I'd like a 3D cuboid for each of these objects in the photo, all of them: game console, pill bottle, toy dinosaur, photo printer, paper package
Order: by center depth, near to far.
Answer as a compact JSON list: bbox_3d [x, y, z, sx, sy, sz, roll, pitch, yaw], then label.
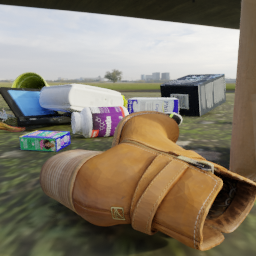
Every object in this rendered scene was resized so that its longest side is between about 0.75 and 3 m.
[{"bbox_3d":[2.745,-0.674,4.893,1.426,2.756,2.627,5,9,28],"label":"paper package"},{"bbox_3d":[-0.763,-0.168,7.751,1.501,0.844,0.844,-4,10,-21],"label":"pill bottle"},{"bbox_3d":[-4.423,-0.022,8.417,1.665,0.963,1.835,-14,-43,32],"label":"toy dinosaur"},{"bbox_3d":[-2.819,-0.817,9.739,2.064,1.366,2.346,-3,5,20],"label":"game console"},{"bbox_3d":[-1.797,-0.984,10.033,2.173,0.907,2.612,5,1,-42],"label":"photo printer"}]

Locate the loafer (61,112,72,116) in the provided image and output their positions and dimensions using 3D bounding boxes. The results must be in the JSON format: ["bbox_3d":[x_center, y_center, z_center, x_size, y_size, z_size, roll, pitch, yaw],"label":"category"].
[{"bbox_3d":[-2.570,-0.449,11.384,0.918,0.334,0.332,-11,18,-5],"label":"loafer"}]

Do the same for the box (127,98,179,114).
[{"bbox_3d":[0.938,-0.651,10.487,1.796,0.942,1.652,0,8,6],"label":"box"}]

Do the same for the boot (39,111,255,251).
[{"bbox_3d":[0.527,0.400,3.459,2.057,1.016,2.650,6,12,39],"label":"boot"}]

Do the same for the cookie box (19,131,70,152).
[{"bbox_3d":[-1.897,0.288,6.466,0.889,0.334,0.760,1,11,12],"label":"cookie box"}]

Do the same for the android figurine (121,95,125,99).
[{"bbox_3d":[-0.967,-1.158,13.672,1.922,0.434,2.112,-6,-8,-35],"label":"android figurine"}]

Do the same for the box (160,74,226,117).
[{"bbox_3d":[3.280,-1.708,13.857,2.092,1.509,2.819,7,23,41],"label":"box"}]

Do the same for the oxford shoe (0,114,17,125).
[{"bbox_3d":[-4.196,-0.342,9.780,1.225,0.461,0.354,-1,50,6],"label":"oxford shoe"}]

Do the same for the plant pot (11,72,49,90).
[{"bbox_3d":[-5.212,-1.926,16.112,2.168,2.168,1.993,1,-3,9],"label":"plant pot"}]

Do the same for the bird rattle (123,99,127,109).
[{"bbox_3d":[0.007,-0.967,13.267,1.550,0.873,1.264,-1,-6,-27],"label":"bird rattle"}]

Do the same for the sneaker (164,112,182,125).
[{"bbox_3d":[1.009,-0.161,9.321,1.586,0.569,0.657,1,33,8],"label":"sneaker"}]
